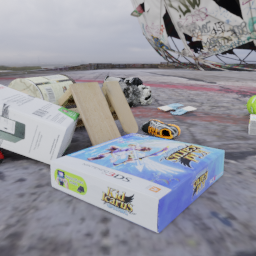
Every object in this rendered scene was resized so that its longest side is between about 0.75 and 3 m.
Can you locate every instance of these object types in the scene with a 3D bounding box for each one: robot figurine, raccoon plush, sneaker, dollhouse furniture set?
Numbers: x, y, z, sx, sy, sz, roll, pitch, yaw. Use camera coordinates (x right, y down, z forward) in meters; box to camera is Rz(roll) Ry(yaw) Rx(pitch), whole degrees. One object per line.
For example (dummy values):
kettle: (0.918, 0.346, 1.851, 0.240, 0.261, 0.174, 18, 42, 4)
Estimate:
robot figurine: (5.460, -0.873, 11.240, 1.272, 0.839, 1.450, -11, 18, -37)
raccoon plush: (0.009, -1.688, 13.948, 2.559, 1.238, 1.715, 13, 11, 42)
sneaker: (0.916, 0.061, 8.391, 1.242, 0.486, 0.480, 7, 25, 28)
dollhouse furniture set: (-0.970, 0.042, 8.514, 2.276, 1.950, 2.393, -14, -15, -43)

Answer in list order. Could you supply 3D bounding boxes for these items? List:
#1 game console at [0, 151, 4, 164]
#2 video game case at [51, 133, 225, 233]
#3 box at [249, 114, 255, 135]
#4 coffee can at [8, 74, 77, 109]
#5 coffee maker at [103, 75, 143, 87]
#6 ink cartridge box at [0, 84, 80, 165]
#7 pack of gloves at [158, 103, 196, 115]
game console: (-4.624, 0.636, 6.529, 2.430, 1.674, 2.820, 28, -4, -37)
video game case: (0.276, 0.764, 5.392, 2.326, 0.583, 2.566, 12, 18, 36)
box: (4.151, -0.099, 8.932, 0.530, 0.477, 0.942, 7, 16, 23)
coffee can: (-3.114, -1.122, 10.507, 1.653, 1.653, 2.259, 6, 16, 24)
coffee maker: (-0.159, -2.363, 16.074, 1.956, 1.317, 1.878, 9, 16, 29)
ink cartridge box: (-2.531, -0.170, 6.780, 2.330, 0.979, 1.701, 20, 14, -4)
pack of gloves: (2.134, -0.755, 12.198, 1.312, 0.259, 1.102, -17, 30, -35)
